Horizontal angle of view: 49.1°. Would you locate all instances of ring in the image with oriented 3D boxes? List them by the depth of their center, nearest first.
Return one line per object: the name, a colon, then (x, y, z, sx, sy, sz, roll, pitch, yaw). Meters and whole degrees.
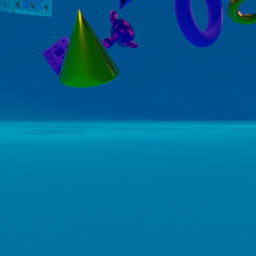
ring: (1.942, -3.204, 7.540, 2.031, 2.031, 0.406, -1, 2, -44)
ring: (3.865, -3.735, 8.475, 1.622, 0.324, 1.622, -1, -19, 0)

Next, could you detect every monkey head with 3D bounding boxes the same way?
monkey head: (-0.371, -3.600, 10.843, 1.184, 1.646, 0.992, -37, 7, -24)

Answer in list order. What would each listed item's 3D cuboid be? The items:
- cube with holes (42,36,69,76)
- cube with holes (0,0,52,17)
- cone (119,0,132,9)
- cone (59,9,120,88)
cube with holes: (-2.388, -2.583, 10.877, 1.099, 1.099, 1.099, -37, -31, 0)
cube with holes: (-2.815, -3.628, 7.092, 1.260, 1.260, 1.260, 22, 25, 27)
cone: (0.076, -3.032, 5.833, 1.254, 1.254, 1.259, -1, -35, -30)
cone: (-1.015, -1.968, 6.569, 1.527, 1.532, 1.527, -4, 33, 2)
